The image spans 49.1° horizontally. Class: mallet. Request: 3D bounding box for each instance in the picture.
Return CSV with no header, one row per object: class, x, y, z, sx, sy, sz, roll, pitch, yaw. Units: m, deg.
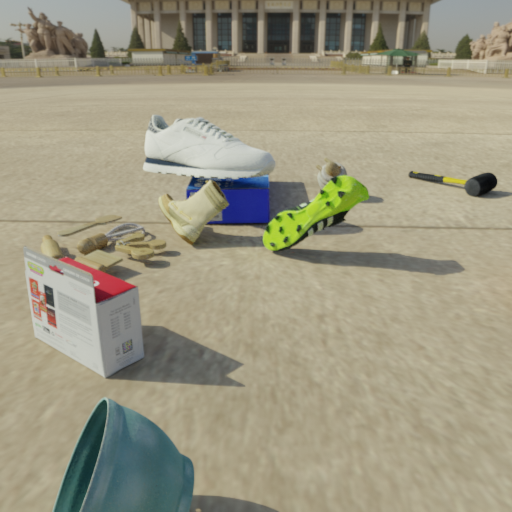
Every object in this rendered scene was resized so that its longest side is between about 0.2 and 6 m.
mallet,5.364,-2.119,15.855,0.873,0.545,2.650,-24,27,-38

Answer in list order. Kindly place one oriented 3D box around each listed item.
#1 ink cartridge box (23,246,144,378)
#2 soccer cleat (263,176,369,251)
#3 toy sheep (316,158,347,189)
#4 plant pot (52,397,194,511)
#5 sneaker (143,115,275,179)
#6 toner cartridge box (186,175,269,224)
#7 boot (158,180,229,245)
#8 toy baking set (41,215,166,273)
ink cartridge box,-2.348,0.617,7.579,1.657,1.455,0.695,18,28,35
soccer cleat,1.123,-0.705,10.746,2.335,0.788,0.946,-33,-31,34
toy sheep,2.002,-2.050,14.763,0.862,1.250,0.862,-5,64,10
plant pot,-1.074,1.974,4.668,0.907,1.353,1.353,23,16,-18
sneaker,-1.151,-2.457,12.738,3.447,1.387,1.317,10,8,25
toner cartridge box,-0.630,-1.867,14.531,1.928,0.876,4.060,0,22,0
boot,-1.337,-1.137,11.899,0.601,1.283,1.651,39,9,-43
toy baking set,-3.128,-0.203,11.225,2.290,0.347,2.984,-9,24,-29
